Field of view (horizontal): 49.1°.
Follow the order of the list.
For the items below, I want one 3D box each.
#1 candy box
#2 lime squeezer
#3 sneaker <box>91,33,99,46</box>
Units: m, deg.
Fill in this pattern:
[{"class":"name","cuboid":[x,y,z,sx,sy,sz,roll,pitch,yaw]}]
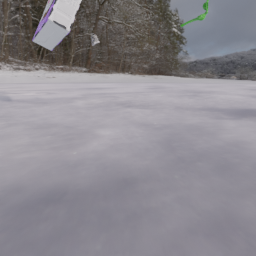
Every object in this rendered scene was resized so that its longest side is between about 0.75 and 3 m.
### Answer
[{"class":"candy box","cuboid":[-2.131,-3.719,8.818,0.732,2.047,1.717,24,-19,-29]},{"class":"lime squeezer","cuboid":[1.682,-2.739,6.418,0.210,1.114,0.394,-9,50,-49]},{"class":"sneaker","cuboid":[-1.262,-3.256,10.280,0.300,0.329,0.802,-29,32,5]}]
